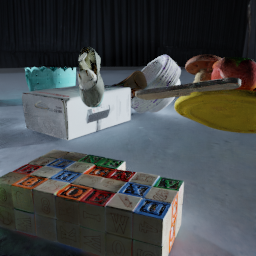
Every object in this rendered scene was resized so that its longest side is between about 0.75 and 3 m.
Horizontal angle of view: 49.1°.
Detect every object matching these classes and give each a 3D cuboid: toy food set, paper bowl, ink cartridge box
[{"bbox_3d":[1.765,-0.660,4.778,2.972,0.971,1.749,17,-15,-41],"label":"toy food set"},{"bbox_3d":[1.079,-1.593,11.079,1.269,2.440,2.440,40,4,-18],"label":"paper bowl"},{"bbox_3d":[-1.583,-0.667,9.104,2.086,1.211,2.891,11,19,36],"label":"ink cartridge box"}]

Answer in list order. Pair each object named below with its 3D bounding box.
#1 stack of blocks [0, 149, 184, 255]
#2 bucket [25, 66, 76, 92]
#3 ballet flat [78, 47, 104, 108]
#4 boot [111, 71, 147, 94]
[{"bbox_3d":[-0.470,0.985,3.990,2.389,0.700,1.376,6,16,22],"label":"stack of blocks"},{"bbox_3d":[-3.797,-2.199,14.000,2.518,1.638,2.518,1,15,0],"label":"bucket"},{"bbox_3d":[-1.104,-1.449,7.617,0.727,0.687,2.156,-22,46,15],"label":"ballet flat"},{"bbox_3d":[-0.326,-1.540,11.171,1.707,0.813,2.206,-17,12,37],"label":"boot"}]
